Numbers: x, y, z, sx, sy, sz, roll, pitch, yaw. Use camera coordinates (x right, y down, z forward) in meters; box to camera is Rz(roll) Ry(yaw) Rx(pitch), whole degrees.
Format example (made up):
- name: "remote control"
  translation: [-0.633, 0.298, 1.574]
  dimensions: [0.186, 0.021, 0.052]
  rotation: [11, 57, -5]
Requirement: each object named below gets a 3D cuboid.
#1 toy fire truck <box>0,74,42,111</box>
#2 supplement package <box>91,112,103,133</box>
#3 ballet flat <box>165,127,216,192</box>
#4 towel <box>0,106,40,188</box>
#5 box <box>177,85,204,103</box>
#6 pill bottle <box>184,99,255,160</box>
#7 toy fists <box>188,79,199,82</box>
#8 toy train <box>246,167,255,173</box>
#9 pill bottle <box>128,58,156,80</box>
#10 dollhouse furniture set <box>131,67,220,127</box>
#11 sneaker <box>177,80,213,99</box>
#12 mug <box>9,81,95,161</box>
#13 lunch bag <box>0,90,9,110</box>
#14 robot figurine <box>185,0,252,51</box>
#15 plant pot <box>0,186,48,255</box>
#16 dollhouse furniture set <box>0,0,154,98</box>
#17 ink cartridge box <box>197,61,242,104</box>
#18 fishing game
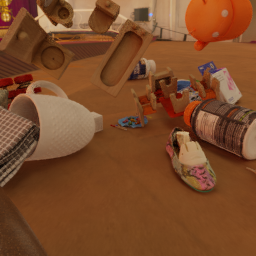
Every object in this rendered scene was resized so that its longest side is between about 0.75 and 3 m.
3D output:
- name: "toy fire truck"
  translation: [-4.798, -1.329, 11.431]
  dimensions: [1.868, 1.247, 2.224]
  rotation: [-7, 12, 37]
- name: "supplement package"
  translation: [-1.339, -0.120, 9.006]
  dimensions: [0.948, 0.539, 0.519]
  rotation: [-18, 29, -39]
- name: "ballet flat"
  translation: [1.431, 0.590, 6.801]
  dimensions: [0.810, 0.834, 2.344]
  rotation: [-5, 22, -6]
- name: "towel"
  translation: [-3.015, 0.390, 6.053]
  dimensions: [1.625, 0.840, 1.963]
  rotation: [19, 59, 23]
- name: "box"
  translation: [2.467, -1.197, 11.302]
  dimensions: [1.289, 0.376, 1.883]
  rotation: [-26, 20, 8]
- name: "pill bottle"
  translation: [2.698, -0.112, 7.997]
  dimensions: [1.266, 1.266, 2.383]
  rotation: [-13, 25, -30]
- name: "toy fists"
  translation: [2.848, -1.965, 13.563]
  dimensions: [2.015, 0.693, 1.027]
  rotation: [-6, 29, -18]
- name: "toy train"
  translation: [3.268, 0.796, 5.703]
  dimensions: [0.914, 1.249, 2.159]
  rotation: [-8, 23, -21]
- name: "pill bottle"
  translation: [0.512, -3.584, 16.883]
  dimensions: [2.188, 1.214, 1.214]
  rotation: [-9, 23, -20]
- name: "dollhouse furniture set"
  translation: [1.567, -1.094, 10.133]
  dimensions: [2.751, 1.417, 2.721]
  rotation: [-15, 30, -1]
- name: "sneaker"
  translation: [2.973, -1.632, 12.325]
  dimensions: [2.405, 0.923, 1.338]
  rotation: [-1, 12, -19]
- name: "mug"
  translation: [-1.961, -0.281, 7.356]
  dimensions: [1.599, 2.165, 1.898]
  rotation: [-33, -20, 36]
- name: "lunch bag"
  translation: [-4.985, -0.349, 8.147]
  dimensions: [2.601, 1.529, 2.133]
  rotation: [0, 15, -15]
- name: "robot figurine"
  translation: [2.714, -3.331, 8.421]
  dimensions: [2.545, 1.484, 1.831]
  rotation: [-20, 4, -41]
- name: "plant pot"
  translation: [-1.482, 1.756, 2.472]
  dimensions: [2.428, 2.269, 2.269]
  rotation: [29, 32, 23]
- name: "dollhouse furniture set"
  translation: [-0.952, -1.993, 6.537]
  dimensions: [2.500, 2.377, 2.037]
  rotation: [32, 2, -5]
- name: "ink cartridge box"
  translation: [3.946, -1.938, 11.866]
  dimensions: [0.450, 2.077, 2.039]
  rotation: [-30, 0, 39]
- name: "fishing game"
  translation: [0.169, -0.274, 9.846]
  dimensions: [1.075, 0.233, 1.501]
  rotation: [18, 30, 40]
